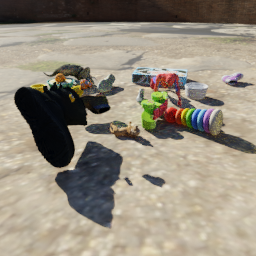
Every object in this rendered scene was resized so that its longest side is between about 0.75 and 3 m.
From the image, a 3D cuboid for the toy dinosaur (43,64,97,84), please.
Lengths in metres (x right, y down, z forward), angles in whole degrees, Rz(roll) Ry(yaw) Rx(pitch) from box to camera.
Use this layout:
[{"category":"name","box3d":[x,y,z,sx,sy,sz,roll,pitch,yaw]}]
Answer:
[{"category":"toy dinosaur","box3d":[-2.662,-2.661,13.012,2.417,0.930,1.236,11,-1,-13]}]

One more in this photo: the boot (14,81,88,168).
[{"category":"boot","box3d":[-1.719,-0.181,7.420,2.356,0.872,1.931,56,22,10]}]

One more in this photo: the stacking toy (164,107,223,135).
[{"category":"stacking toy","box3d":[1.978,-0.320,8.768,1.820,0.777,0.777,13,27,37]}]

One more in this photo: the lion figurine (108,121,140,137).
[{"category":"lion figurine","box3d":[-0.129,0.082,8.328,1.018,0.369,0.623,-11,32,9]}]

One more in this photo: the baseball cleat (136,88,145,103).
[{"category":"baseball cleat","box3d":[0.496,-1.298,11.020,0.310,0.473,0.889,6,27,-2]}]

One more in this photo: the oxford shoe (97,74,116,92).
[{"category":"oxford shoe","box3d":[-0.994,-1.942,12.500,0.433,0.564,1.500,-34,15,34]}]

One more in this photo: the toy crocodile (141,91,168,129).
[{"category":"toy crocodile","box3d":[0.948,-0.656,9.359,0.677,0.740,2.192,14,31,22]}]

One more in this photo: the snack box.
[{"category":"snack box","box3d":[1.580,-2.542,13.657,2.556,0.474,1.485,5,26,11]}]

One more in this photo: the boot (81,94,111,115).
[{"category":"boot","box3d":[-1.205,-0.742,9.223,1.314,0.491,0.637,-17,52,-25]}]

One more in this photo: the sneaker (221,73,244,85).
[{"category":"sneaker","box3d":[5.098,-2.277,13.266,1.151,0.417,0.656,-15,34,-14]}]

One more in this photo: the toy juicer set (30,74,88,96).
[{"category":"toy juicer set","box3d":[-2.589,-1.899,11.945,1.812,0.775,2.849,10,26,20]}]

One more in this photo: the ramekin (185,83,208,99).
[{"category":"ramekin","box3d":[2.783,-1.508,11.462,0.909,0.477,0.909,-1,25,0]}]

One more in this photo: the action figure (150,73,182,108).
[{"category":"action figure","box3d":[1.448,-1.438,11.032,0.937,1.421,2.871,-4,3,0]}]

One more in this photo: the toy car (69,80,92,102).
[{"category":"toy car","box3d":[-1.269,-1.041,7.540,0.376,0.255,0.767,0,44,30]}]
